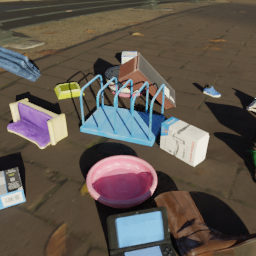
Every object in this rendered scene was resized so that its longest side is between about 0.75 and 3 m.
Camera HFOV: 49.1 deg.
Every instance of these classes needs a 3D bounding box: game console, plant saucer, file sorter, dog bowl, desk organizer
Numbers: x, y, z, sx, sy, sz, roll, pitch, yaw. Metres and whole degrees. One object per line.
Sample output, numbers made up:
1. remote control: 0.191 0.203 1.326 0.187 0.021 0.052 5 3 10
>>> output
1. game console: 0.329 2.545 6.092 1.431 0.833 1.258 -7 33 -10
2. plant saucer: -0.177 1.555 7.981 1.983 0.503 1.983 1 32 0
3. file sorter: -0.152 -0.796 10.571 2.839 1.742 1.970 11 35 17
4. plant saucer: -2.881 -1.876 13.633 1.258 0.302 1.260 -12 34 -18
5. dog bowl: 0.049 -2.313 13.802 2.366 0.872 2.366 0 33 0
6. desk organizer: 0.845 -1.757 11.697 1.022 2.655 0.952 -23 46 33

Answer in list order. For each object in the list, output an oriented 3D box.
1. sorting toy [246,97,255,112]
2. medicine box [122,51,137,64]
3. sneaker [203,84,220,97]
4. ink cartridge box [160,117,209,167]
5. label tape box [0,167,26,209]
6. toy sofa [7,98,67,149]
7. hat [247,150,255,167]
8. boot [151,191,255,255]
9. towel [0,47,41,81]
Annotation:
1. sorting toy: 5.755 -0.934 12.004 1.144 0.679 1.271 -34 42 -15
2. medicine box: 0.094 -4.337 17.341 0.935 0.528 1.027 1 32 2
3. sneaker: 4.016 -1.809 13.349 0.337 0.488 0.877 -26 41 -35
4. ink cartridge box: 1.816 0.433 9.231 0.616 1.066 1.461 -27 40 -35
5. label tape box: -3.629 1.582 7.930 1.120 0.517 1.564 -15 37 -22
6. toy sofa: -3.462 -0.219 10.364 2.353 0.975 1.148 22 37 31
7. hat: 4.238 1.267 8.774 1.273 1.120 1.054 3 -4 -24
8. boot: 1.883 2.226 6.815 2.120 0.731 2.275 -8 29 -16
9. towel: -3.562 -2.013 8.787 1.269 0.551 2.272 22 0 -8
